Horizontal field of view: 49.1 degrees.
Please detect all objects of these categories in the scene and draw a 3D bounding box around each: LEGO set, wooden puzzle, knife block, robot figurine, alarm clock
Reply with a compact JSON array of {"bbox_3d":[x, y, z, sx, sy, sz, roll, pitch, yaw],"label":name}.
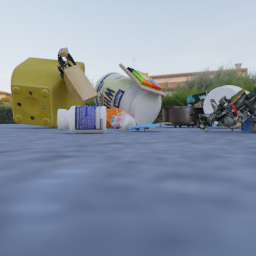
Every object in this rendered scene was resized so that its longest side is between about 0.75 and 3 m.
[{"bbox_3d":[2.236,-0.357,5.343,1.877,0.819,2.890,-39,1,18],"label":"LEGO set"},{"bbox_3d":[0.630,-1.937,11.250,1.787,0.333,1.653,15,28,-47],"label":"wooden puzzle"},{"bbox_3d":[-1.682,-1.644,8.844,0.531,1.458,1.660,-28,28,-22],"label":"knife block"},{"bbox_3d":[-0.645,-0.372,10.676,1.254,0.731,0.902,-4,-14,-11],"label":"robot figurine"},{"bbox_3d":[2.214,-0.483,12.060,1.847,0.912,2.739,-1,5,-37],"label":"alarm clock"}]

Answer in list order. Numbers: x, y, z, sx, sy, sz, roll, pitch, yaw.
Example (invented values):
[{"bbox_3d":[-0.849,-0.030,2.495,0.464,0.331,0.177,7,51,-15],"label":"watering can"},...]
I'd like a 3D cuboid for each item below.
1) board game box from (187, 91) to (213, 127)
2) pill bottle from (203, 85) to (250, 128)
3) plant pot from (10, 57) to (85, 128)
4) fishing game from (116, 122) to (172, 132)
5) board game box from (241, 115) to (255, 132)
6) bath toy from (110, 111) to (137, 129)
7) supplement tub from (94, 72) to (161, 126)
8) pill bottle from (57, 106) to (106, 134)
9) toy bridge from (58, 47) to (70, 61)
[{"bbox_3d":[3.990,-1.013,15.803,0.385,1.851,2.737,-1,2,-10],"label":"board game box"},{"bbox_3d":[3.736,-0.739,10.102,1.513,1.513,2.647,1,1,33],"label":"pill bottle"},{"bbox_3d":[-3.047,-1.181,10.353,2.355,2.371,2.425,6,22,5],"label":"plant pot"},{"bbox_3d":[0.359,0.006,6.120,1.124,0.175,0.805,-9,4,-23],"label":"fishing game"},{"bbox_3d":[3.356,-0.102,5.114,1.605,0.388,2.122,-1,0,-7],"label":"board game box"},{"bbox_3d":[-0.104,-0.211,8.825,0.517,0.609,1.400,23,-2,-20],"label":"bath toy"},{"bbox_3d":[-0.042,-1.262,12.348,1.912,1.912,2.638,-1,23,-47],"label":"supplement tub"},{"bbox_3d":[-0.807,-0.146,4.949,0.825,0.494,0.494,0,1,-8],"label":"pill bottle"},{"bbox_3d":[-2.193,-2.099,11.252,0.331,2.429,0.817,-6,40,9],"label":"toy bridge"}]
